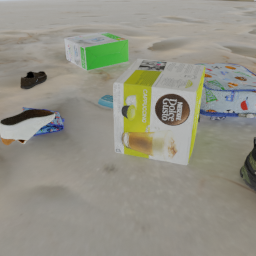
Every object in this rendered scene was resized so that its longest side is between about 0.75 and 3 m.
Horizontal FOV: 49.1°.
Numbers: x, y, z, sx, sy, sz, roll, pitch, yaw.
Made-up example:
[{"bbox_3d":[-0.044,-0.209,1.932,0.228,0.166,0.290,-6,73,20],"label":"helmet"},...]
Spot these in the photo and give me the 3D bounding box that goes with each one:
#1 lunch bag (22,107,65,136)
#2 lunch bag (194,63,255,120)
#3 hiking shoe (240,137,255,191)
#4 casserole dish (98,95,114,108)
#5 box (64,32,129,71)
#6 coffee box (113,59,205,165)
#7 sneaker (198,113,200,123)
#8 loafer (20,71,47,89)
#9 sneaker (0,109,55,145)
[{"bbox_3d":[-2.343,-0.175,7.858,1.121,0.527,0.844,-2,30,-26],"label":"lunch bag"},{"bbox_3d":[3.205,-1.245,9.027,2.401,1.132,2.996,2,29,-1],"label":"lunch bag"},{"bbox_3d":[2.991,0.993,5.154,0.782,1.039,2.065,-16,34,-26],"label":"hiking shoe"},{"bbox_3d":[-0.541,-0.892,9.316,0.989,0.192,0.599,18,34,27],"label":"casserole dish"},{"bbox_3d":[-1.480,-3.681,13.270,2.331,1.127,2.056,-20,37,-29],"label":"box"},{"bbox_3d":[0.814,-0.483,6.903,1.829,1.846,1.849,9,31,16],"label":"coffee box"},{"bbox_3d":[1.703,-0.400,8.316,0.633,0.415,1.096,-7,20,-3],"label":"sneaker"},{"bbox_3d":[-3.628,-1.963,10.850,0.522,0.510,1.430,8,31,14],"label":"loafer"},{"bbox_3d":[-2.476,-0.028,6.926,0.581,0.675,1.596,23,26,25],"label":"sneaker"}]
